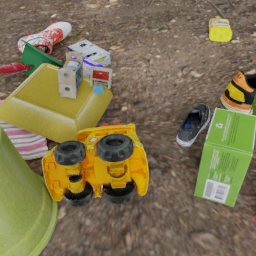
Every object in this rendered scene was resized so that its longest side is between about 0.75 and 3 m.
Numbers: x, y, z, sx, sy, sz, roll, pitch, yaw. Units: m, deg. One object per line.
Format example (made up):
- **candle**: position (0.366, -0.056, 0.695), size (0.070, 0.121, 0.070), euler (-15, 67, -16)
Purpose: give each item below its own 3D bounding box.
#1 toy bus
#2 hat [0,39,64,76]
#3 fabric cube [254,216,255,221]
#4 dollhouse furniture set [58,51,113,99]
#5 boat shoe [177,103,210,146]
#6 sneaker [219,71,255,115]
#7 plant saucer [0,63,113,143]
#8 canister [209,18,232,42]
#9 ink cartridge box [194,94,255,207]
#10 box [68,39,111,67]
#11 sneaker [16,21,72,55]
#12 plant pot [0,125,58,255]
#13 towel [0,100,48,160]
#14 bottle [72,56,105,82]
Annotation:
- **toy bus**: position (-0.747, 0.626, 6.942), size (2.275, 1.544, 2.184), euler (-5, 31, -2)
- **hat**: position (-3.617, -1.971, 10.271), size (2.189, 1.813, 1.927), euler (32, 92, 7)
- **fabric cube**: position (3.838, 1.846, 5.479), size (1.636, 1.610, 1.641), euler (-12, 46, -10)
- **dollhouse furniture set**: position (-1.214, -1.507, 8.212), size (1.403, 0.983, 0.989), euler (8, 45, -1)
- **boat shoe**: position (1.987, -0.280, 8.349), size (0.672, 0.636, 1.921), euler (25, 50, 24)
- **sneaker**: position (4.337, -1.067, 8.404), size (2.991, 1.346, 1.046), euler (0, 44, -15)
- **plant saucer**: position (-2.115, -0.953, 8.579), size (2.805, 0.680, 2.805), euler (20, 44, 3)
- **canister**: position (4.175, -4.498, 12.772), size (0.957, 0.558, 1.289), euler (7, 43, 7)
- **ink cartridge box**: position (2.449, 0.301, 6.878), size (0.956, 1.866, 2.525), euler (13, 44, 17)
- **box**: position (-1.538, -2.906, 11.168), size (0.936, 0.482, 1.604), euler (-32, 53, -29)
- **sneaker**: position (-3.236, -3.606, 11.655), size (2.511, 0.839, 1.346), euler (-28, 51, -21)
- **plant pot**: position (-3.032, 1.171, 5.449), size (2.832, 2.603, 2.832), euler (-1, 44, 1)
- **towel**: position (-3.378, -0.057, 8.146), size (1.884, 0.385, 2.574), euler (-7, 45, -16)
- **bottle**: position (-1.540, -2.199, 10.279), size (1.659, 0.693, 0.542), euler (30, 41, 33)
